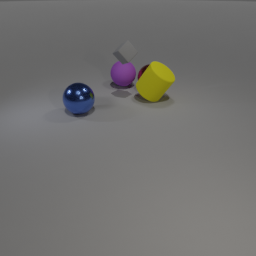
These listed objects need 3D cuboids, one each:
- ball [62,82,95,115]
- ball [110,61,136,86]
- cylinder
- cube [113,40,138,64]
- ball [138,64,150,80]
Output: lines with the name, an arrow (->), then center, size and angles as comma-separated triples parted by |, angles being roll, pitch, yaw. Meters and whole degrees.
ball -> -2.163, -1.293, 12.317 | 1.400, 1.400, 1.400 | 0, 28, 0
ball -> -0.258, -2.997, 15.339 | 1.400, 1.400, 1.400 | 0, 28, 0
cylinder -> 1.312, -2.227, 13.511 | 1.400, 1.400, 1.400 | 23, 40, -21
cube -> -0.125, -3.371, 12.549 | 0.700, 0.700, 0.700 | -50, 22, -12
ball -> 1.211, -2.706, 15.001 | 1.400, 1.400, 1.400 | 0, 28, 0
